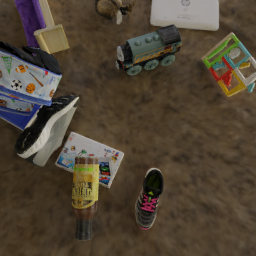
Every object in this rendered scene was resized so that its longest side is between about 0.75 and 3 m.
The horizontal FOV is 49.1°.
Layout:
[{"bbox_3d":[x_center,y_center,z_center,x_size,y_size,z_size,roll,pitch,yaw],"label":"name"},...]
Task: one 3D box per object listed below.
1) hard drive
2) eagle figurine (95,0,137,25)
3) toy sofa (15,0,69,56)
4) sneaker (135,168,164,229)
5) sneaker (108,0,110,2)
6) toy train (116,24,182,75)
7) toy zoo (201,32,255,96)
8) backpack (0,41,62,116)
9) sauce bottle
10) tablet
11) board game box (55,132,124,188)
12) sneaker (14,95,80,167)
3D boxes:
[{"bbox_3d":[-3.658,-0.791,8.907,1.765,0.224,1.164,28,72,10],"label":"hard drive"},{"bbox_3d":[-0.527,-4.340,9.735,1.488,1.123,1.129,25,106,-5],"label":"eagle figurine"},{"bbox_3d":[-3.087,-3.887,9.474,1.365,1.158,2.797,-18,71,-7],"label":"toy sofa"},{"bbox_3d":[0.593,1.868,7.643,0.631,0.749,1.712,15,71,5],"label":"sneaker"},{"bbox_3d":[-0.734,-4.556,10.129,0.331,0.364,0.887,-4,71,-1],"label":"sneaker"},{"bbox_3d":[0.659,-2.479,8.907,2.231,1.271,0.951,-18,71,-7],"label":"toy train"},{"bbox_3d":[3.293,-1.873,8.778,1.241,0.194,1.892,-40,66,32],"label":"toy zoo"},{"bbox_3d":[-3.165,-1.436,7.603,2.451,2.573,1.982,20,98,32],"label":"backpack"},{"bbox_3d":[-1.128,1.825,7.451,0.699,0.699,2.161,0,83,0],"label":"sauce bottle"},{"bbox_3d":[2.063,-4.290,10.149,2.422,0.165,1.576,6,70,2],"label":"tablet"},{"bbox_3d":[-1.115,0.919,8.218,1.717,0.297,1.084,22,72,8],"label":"board game box"},{"bbox_3d":[-2.230,-0.016,8.303,0.960,1.030,2.598,6,51,34],"label":"sneaker"}]
